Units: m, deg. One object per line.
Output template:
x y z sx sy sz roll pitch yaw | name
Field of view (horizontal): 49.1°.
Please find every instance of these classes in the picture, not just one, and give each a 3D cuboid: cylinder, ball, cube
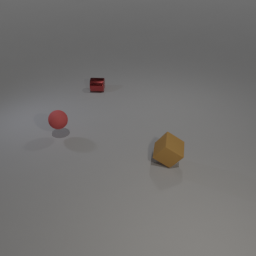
-1.548 -2.202 14.253 0.700 0.700 0.700 1 30 3 | cylinder
-2.530 -0.301 10.126 0.700 0.700 0.700 0 30 0 | ball
1.286 0.690 8.836 0.700 0.700 0.700 31 41 -15 | cube
